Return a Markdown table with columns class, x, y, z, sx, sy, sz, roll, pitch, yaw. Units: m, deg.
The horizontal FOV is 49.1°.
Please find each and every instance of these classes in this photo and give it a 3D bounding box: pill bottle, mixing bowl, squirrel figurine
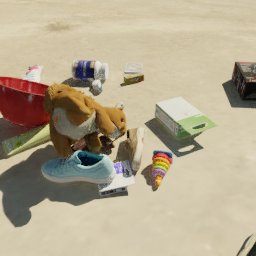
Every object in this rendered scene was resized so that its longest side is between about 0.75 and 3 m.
| class | x | y | z | sx | sy | sz | roll | pitch | yaw |
| --- | --- | --- | --- | --- | --- | --- | --- | --- | --- |
| pill bottle | -1.910 | -2.918 | 14.224 | 1.731 | 1.002 | 1.002 | 4 | 36 | 6 |
| mixing bowl | -3.768 | -0.893 | 10.615 | 2.711 | 1.468 | 2.711 | 14 | 13 | -3 |
| squirrel figurine | -1.277 | -0.482 | 8.968 | 2.452 | 1.859 | 2.627 | -6 | 41 | -44 |

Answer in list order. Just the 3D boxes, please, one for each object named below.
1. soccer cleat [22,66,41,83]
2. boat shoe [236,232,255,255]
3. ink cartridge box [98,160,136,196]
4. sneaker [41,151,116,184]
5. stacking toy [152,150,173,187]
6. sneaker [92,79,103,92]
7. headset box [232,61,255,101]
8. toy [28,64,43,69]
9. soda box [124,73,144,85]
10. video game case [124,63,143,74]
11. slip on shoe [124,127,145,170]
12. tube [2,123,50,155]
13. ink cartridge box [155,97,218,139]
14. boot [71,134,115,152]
| class | x | y | z | sx | sy | sz | roll | pitch | yaw |
| --- | --- | --- | --- | --- | --- | --- | --- | --- | --- |
| soccer cleat | -4.596 | -2.237 | 13.604 | 1.017 | 0.822 | 2.355 | 22 | 37 | -2 |
| boat shoe | 2.467 | 3.241 | 5.674 | 1.007 | 0.885 | 2.830 | 25 | 44 | 28 |
| ink cartridge box | -0.394 | 1.509 | 8.598 | 1.109 | 0.241 | 1.099 | -12 | 36 | -6 |
| sneaker | -1.587 | 1.034 | 8.472 | 2.445 | 1.002 | 0.904 | -2 | 37 | 15 |
| stacking toy | 0.996 | 1.318 | 8.734 | 0.655 | 0.693 | 1.194 | 6 | 49 | 14 |
| sneaker | -1.483 | -2.009 | 13.514 | 0.431 | 0.408 | 1.066 | -13 | 30 | -9 |
| headset box | 6.211 | -2.329 | 13.400 | 1.930 | 1.001 | 2.593 | 3 | 37 | 5 |
| toy | -5.182 | -3.454 | 15.685 | 0.792 | 0.187 | 0.456 | -4 | 36 | -6 |
| soda box | 0.297 | -2.507 | 14.208 | 1.032 | 0.349 | 0.330 | -15 | 38 | -21 |
| video game case | 0.322 | -3.329 | 15.570 | 0.911 | 0.115 | 1.273 | 4 | 36 | 5 |
| slip on shoe | 0.177 | 0.627 | 9.380 | 0.656 | 0.823 | 2.166 | 8 | 33 | 2 |
| tube | -3.407 | 0.317 | 10.141 | 2.100 | 0.545 | 0.609 | -24 | 3 | -23 |
| ink cartridge box | 2.154 | -0.278 | 10.759 | 1.234 | 0.705 | 2.377 | -16 | 38 | -21 |
| boot | -1.224 | 0.653 | 9.820 | 1.318 | 0.477 | 1.096 | 27 | 56 | 30 |
